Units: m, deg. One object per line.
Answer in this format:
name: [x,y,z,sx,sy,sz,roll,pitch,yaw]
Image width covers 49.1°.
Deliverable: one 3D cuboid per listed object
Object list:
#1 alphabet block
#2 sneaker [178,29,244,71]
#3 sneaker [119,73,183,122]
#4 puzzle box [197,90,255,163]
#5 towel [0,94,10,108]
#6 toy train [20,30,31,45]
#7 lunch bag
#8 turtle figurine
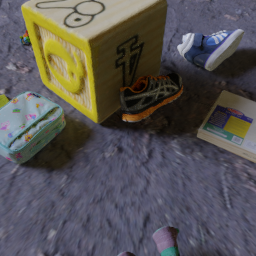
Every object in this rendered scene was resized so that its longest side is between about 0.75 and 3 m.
alphabet block: [-0.813,-2.278,7.804,2.651,2.666,2.715,35,58,28]
sneaker: [2.729,-2.981,9.552,1.643,0.904,2.244,37,64,23]
sneaker: [0.688,-1.064,7.673,0.935,0.923,2.390,5,33,46]
puzzle box: [3.403,0.099,7.293,2.712,0.345,1.804,26,55,21]
towel: [-4.364,-0.169,7.613,2.443,0.221,1.051,-30,57,-23]
toy train: [-3.792,-3.397,10.337,0.456,0.333,0.787,-27,53,-4]
lunch bag: [-2.594,-0.078,7.195,1.520,0.730,1.895,26,54,21]
turtle figurine: [0.854,3.007,4.236,2.060,1.385,2.751,-18,46,-15]
